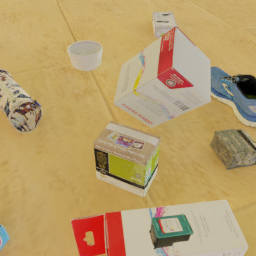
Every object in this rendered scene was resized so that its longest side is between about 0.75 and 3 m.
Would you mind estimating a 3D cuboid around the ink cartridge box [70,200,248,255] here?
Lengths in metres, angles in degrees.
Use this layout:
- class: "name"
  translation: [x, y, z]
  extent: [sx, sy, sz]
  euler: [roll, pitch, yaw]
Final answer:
- class: "ink cartridge box"
  translation: [0.436, 2.176, 4.905]
  extent: [2.707, 1.573, 0.910]
  euler: [-5, 42, -5]

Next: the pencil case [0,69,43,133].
- class: "pencil case"
  translation: [-3.645, -0.958, 8.684]
  extent: [1.020, 1.173, 2.623]
  euler: [-30, 49, -27]

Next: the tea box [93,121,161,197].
- class: "tea box"
  translation: [-0.020, 0.730, 6.706]
  extent: [1.330, 1.308, 0.889]
  euler: [19, 45, 19]

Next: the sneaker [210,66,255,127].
- class: "sneaker"
  translation: [3.565, -1.339, 9.043]
  extent: [1.107, 1.257, 2.819]
  euler: [-17, 44, -18]

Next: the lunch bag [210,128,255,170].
- class: "lunch bag"
  translation: [2.971, 0.510, 7.437]
  extent: [1.170, 0.688, 0.959]
  euler: [-6, 42, -15]

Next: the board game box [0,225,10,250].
- class: "board game box"
  translation: [-3.957, 2.666, 5.128]
  extent: [2.080, 0.548, 2.718]
  euler: [17, 45, 18]

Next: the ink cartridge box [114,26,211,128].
- class: "ink cartridge box"
  translation: [0.919, -1.257, 7.619]
  extent: [2.127, 1.545, 1.538]
  euler: [-25, 44, 42]

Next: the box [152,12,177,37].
- class: "box"
  translation: [1.752, -5.085, 13.698]
  extent: [1.074, 0.554, 1.841]
  euler: [-1, 42, -1]

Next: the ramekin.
- class: "ramekin"
  translation: [-1.676, -2.847, 11.109]
  extent: [1.358, 0.713, 1.358]
  euler: [0, 42, 0]
